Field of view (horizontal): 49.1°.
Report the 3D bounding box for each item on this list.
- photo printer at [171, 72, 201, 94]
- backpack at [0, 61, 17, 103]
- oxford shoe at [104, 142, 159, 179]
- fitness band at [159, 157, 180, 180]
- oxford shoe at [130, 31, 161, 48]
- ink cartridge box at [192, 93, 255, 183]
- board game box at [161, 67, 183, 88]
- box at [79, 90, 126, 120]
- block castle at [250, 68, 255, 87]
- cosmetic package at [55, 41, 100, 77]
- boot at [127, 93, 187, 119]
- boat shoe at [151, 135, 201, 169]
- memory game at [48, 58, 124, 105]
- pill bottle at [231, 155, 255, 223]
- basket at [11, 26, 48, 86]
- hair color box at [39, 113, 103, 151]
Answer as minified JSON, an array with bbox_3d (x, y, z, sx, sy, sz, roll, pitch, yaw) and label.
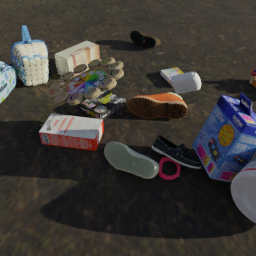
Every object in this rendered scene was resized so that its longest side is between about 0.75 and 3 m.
[{"bbox_3d":[1.914,-1.475,9.142,0.881,0.733,0.306,-10,54,24],"label":"photo printer"},{"bbox_3d":[-5.531,-1.942,11.602,1.628,1.727,2.117,0,32,-13],"label":"backpack"},{"bbox_3d":[0.097,1.021,8.707,2.107,0.792,0.608,21,0,35],"label":"oxford shoe"},{"bbox_3d":[1.290,1.249,8.726,0.659,0.172,0.917,6,38,10],"label":"fitness band"},{"bbox_3d":[0.987,-5.080,16.126,2.024,0.735,0.854,33,35,28],"label":"oxford shoe"},{"bbox_3d":[2.986,0.159,8.151,0.895,2.344,1.600,13,31,-20],"label":"ink cartridge box"},{"bbox_3d":[2.220,-2.379,13.086,0.901,0.229,1.339,-14,41,-16],"label":"board game box"},{"bbox_3d":[-1.019,-0.951,11.265,1.199,0.331,1.497,28,47,30],"label":"box"},{"bbox_3d":[6.268,-1.989,12.137,1.192,0.837,1.784,-7,40,-10],"label":"block castle"},{"bbox_3d":[-2.406,-3.340,13.611,0.909,1.077,2.084,27,48,29],"label":"cosmetic package"},{"bbox_3d":[1.110,-0.958,10.991,2.296,0.862,1.231,7,33,0],"label":"boot"},{"bbox_3d":[1.584,0.714,8.919,1.738,0.576,0.649,27,15,34],"label":"boat shoe"},{"bbox_3d":[-1.457,-1.663,9.597,2.814,0.179,2.814,-14,38,11],"label":"memory game"},{"bbox_3d":[4.265,1.190,7.597,2.933,1.670,1.670,-31,48,-33],"label":"pill bottle"},{"bbox_3d":[-4.463,-3.222,12.718,1.614,2.046,2.321,-9,49,-21],"label":"basket"},{"bbox_3d":[-1.922,0.128,9.734,1.939,0.620,1.075,8,40,7],"label":"hair color box"}]
